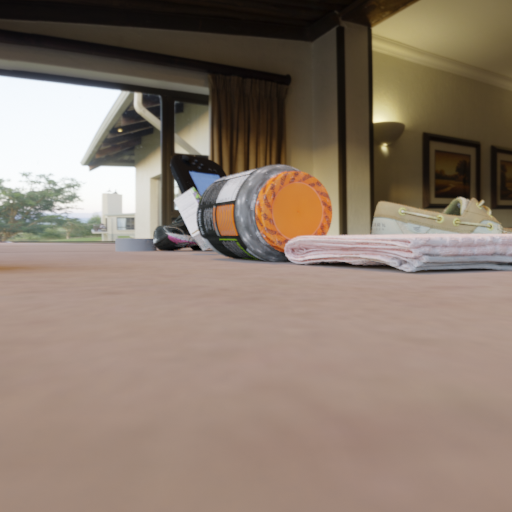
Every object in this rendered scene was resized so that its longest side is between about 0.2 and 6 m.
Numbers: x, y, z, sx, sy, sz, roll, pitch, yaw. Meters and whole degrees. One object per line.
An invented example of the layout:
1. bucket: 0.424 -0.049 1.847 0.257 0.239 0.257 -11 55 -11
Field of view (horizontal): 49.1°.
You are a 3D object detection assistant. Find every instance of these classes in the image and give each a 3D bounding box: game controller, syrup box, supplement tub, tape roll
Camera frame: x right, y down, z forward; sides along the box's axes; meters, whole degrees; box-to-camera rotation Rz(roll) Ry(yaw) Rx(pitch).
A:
1. game controller: -0.960 -1.262 12.625 1.436 2.752 0.579 -5 -37 -33
2. syrup box: -1.035 -0.666 10.041 0.463 1.136 0.447 -34 -43 2
3. supplement tub: 0.069 -0.519 7.133 1.181 1.181 1.928 -1 3 -26
4. tape roll: -2.739 -0.252 12.786 0.927 0.306 0.927 1 2 0

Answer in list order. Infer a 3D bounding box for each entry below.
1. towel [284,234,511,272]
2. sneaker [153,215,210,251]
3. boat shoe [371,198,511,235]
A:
1. towel: 1.698 -0.054 5.696 2.161 0.348 2.064 -1 3 -26
2. sneaker: -1.635 -0.635 12.950 0.874 0.940 2.176 -14 -7 24
3. boat shoe: 2.880 -0.389 7.857 2.611 0.867 0.966 0 2 -13
